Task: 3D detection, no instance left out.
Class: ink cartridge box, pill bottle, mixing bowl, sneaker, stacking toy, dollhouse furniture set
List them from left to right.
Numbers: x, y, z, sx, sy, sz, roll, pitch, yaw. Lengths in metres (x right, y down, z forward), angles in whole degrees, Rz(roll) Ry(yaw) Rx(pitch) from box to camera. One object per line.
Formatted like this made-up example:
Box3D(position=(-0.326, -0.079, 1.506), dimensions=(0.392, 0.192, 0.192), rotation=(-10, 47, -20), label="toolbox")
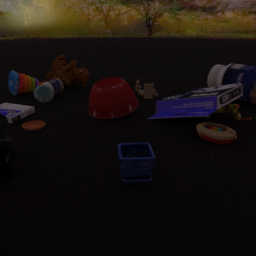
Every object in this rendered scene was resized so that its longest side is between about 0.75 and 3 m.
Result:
Box3D(position=(-3.515, 0.514, 7.548), dimensions=(1.684, 1.124, 2.940), rotation=(1, 25, -1), label="sneaker")
Box3D(position=(-4.795, -0.628, 11.251), dimensions=(1.450, 0.315, 1.437), rotation=(9, 24, 16), label="ink cartridge box")
Box3D(position=(-5.104, -2.285, 14.669), dimensions=(2.003, 1.163, 1.099), rotation=(-1, 21, -41), label="stacking toy")
Box3D(position=(-3.861, -1.945, 13.857), dimensions=(0.760, 0.760, 1.368), rotation=(8, 24, 18), label="pill bottle")
Box3D(position=(-0.689, -1.376, 11.466), dimensions=(2.137, 1.157, 2.137), rotation=(-7, 29, 4), label="mixing bowl")
Box3D(position=(0.964, -2.050, 14.205), dimensions=(0.816, 0.697, 1.575), rotation=(-7, 23, -16), label="dollhouse furniture set")
Box3D(position=(2.545, -1.033, 10.847), dimensions=(2.743, 0.601, 2.769), rotation=(-1, 19, 46), label="ink cartridge box")
Box3D(position=(5.319, -2.136, 13.183), dimensions=(1.650, 1.650, 2.852), rotation=(-18, 28, -37), label="pill bottle")

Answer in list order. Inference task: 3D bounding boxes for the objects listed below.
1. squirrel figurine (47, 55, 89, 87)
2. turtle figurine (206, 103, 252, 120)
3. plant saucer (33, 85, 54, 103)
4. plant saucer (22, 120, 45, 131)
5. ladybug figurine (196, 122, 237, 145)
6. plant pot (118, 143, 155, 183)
Box3D(position=(-3.321, -2.865, 15.650), dimensions=(2.057, 1.560, 2.204), rotation=(21, 43, 20), label="squirrel figurine")
Box3D(position=(3.777, -0.741, 11.093), dimensions=(1.617, 0.646, 2.005), rotation=(-6, 25, -13), label="turtle figurine")
Box3D(position=(-3.935, -1.648, 13.088), dimensions=(0.935, 0.935, 0.180), rotation=(-10, -17, -23), label="plant saucer")
Box3D(position=(-3.403, -0.069, 10.142), dimensions=(0.796, 0.149, 0.796), rotation=(-1, 23, 0), label="plant saucer")
Box3D(position=(2.840, 0.195, 9.062), dimensions=(1.327, 0.477, 0.901), rotation=(21, 30, 41), label="ladybug figurine")
Box3D(position=(0.192, 0.890, 7.012), dimensions=(0.858, 0.771, 0.858), rotation=(-2, 23, -4), label="plant pot")
